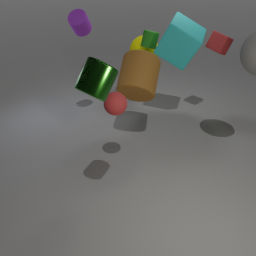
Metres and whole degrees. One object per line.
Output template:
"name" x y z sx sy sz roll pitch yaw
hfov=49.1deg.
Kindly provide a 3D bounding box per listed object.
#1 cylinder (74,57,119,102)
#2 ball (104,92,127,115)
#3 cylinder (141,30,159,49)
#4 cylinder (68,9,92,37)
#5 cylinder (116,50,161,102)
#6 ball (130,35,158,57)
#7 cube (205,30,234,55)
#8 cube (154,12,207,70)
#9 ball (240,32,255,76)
"cylinder" -0.643 -0.992 5.755 0.700 0.700 0.700 25 3 -1
"ball" -0.373 -0.720 8.282 0.700 0.700 0.700 0 29 0
"cylinder" 0.963 -3.888 12.296 0.700 0.700 0.700 11 21 -4
"cylinder" -1.748 -3.823 10.198 0.700 0.700 0.700 -3 72 10
"cylinder" 0.384 -1.848 10.095 1.400 1.400 1.400 8 74 14
"ball" 0.783 -3.724 13.461 1.400 1.400 1.400 0 29 0
"cube" 3.723 -3.458 11.400 0.700 0.700 0.700 39 27 28
"cube" 2.085 -3.464 11.185 1.400 1.400 1.400 31 44 -4
"ball" 4.128 -2.259 8.449 1.400 1.400 1.400 0 29 0
